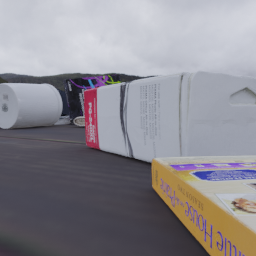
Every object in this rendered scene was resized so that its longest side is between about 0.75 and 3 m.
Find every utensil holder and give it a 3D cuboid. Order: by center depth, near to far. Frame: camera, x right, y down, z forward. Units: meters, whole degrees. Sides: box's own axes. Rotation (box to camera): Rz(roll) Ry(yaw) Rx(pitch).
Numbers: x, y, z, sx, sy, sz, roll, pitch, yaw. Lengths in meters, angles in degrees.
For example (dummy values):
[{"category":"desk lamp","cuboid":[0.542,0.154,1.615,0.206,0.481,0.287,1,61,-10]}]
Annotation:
[{"category":"utensil holder","cuboid":[-3.928,-0.852,10.874,1.776,1.776,2.090,2,7,30]}]

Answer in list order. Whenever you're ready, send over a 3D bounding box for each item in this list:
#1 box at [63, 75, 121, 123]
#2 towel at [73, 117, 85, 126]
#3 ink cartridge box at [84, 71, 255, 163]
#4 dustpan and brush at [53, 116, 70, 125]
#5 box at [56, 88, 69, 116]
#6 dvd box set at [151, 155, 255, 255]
[{"category":"box","cuboid":[-1.535,-1.440,13.364,2.785,1.991,0.503,-11,-2,-23]},{"category":"towel","cuboid":[-0.763,-0.251,11.436,2.516,0.434,1.667,1,2,8]},{"category":"ink cartridge box","cuboid":[0.702,-0.153,4.504,1.949,1.119,2.684,-2,4,-31]},{"category":"dustpan and brush","cuboid":[-2.997,-0.461,13.473,1.920,0.549,1.340,-2,5,-33]},{"category":"box","cuboid":[-4.065,-1.078,14.151,2.134,1.220,2.344,-9,-3,9]},{"category":"dvd box set","cuboid":[1.093,0.459,1.587,1.515,0.304,2.071,-1,4,-9]}]
